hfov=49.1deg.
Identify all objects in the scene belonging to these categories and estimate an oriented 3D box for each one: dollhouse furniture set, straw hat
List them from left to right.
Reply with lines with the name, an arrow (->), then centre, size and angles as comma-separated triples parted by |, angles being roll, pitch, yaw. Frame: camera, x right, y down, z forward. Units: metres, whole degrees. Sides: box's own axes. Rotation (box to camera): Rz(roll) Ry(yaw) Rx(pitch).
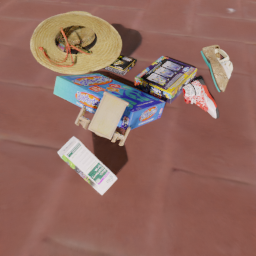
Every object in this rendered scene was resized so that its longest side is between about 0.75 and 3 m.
straw hat -> -1.698, -3.079, 9.117 | 2.965, 2.965, 1.255 | -3, 66, -3
dollhouse furniture set -> -0.461, -0.216, 6.120 | 1.161, 1.264, 0.822 | 26, 85, -4

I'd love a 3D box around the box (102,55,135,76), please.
box -> -0.392, -2.395, 10.422 | 1.073, 0.265, 0.857 | 23, 48, 22

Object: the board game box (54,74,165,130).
board game box -> -0.499, -0.873, 8.142 | 2.604, 0.586, 1.981 | 26, 24, 23

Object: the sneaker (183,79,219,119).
sneaker -> 2.200, -0.796, 8.636 | 0.754, 0.469, 1.406 | -21, 70, 1

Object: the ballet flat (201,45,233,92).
ballet flat -> 3.174, -2.211, 9.759 | 0.791, 0.854, 2.422 | -23, 44, 19

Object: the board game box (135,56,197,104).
board game box -> 1.300, -1.696, 9.564 | 1.438, 0.493, 1.739 | 29, 52, 25

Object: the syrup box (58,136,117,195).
syrup box -> -0.906, 0.850, 6.325 | 0.527, 1.339, 0.545 | -46, 20, -11
